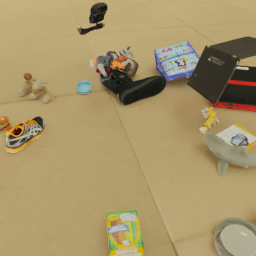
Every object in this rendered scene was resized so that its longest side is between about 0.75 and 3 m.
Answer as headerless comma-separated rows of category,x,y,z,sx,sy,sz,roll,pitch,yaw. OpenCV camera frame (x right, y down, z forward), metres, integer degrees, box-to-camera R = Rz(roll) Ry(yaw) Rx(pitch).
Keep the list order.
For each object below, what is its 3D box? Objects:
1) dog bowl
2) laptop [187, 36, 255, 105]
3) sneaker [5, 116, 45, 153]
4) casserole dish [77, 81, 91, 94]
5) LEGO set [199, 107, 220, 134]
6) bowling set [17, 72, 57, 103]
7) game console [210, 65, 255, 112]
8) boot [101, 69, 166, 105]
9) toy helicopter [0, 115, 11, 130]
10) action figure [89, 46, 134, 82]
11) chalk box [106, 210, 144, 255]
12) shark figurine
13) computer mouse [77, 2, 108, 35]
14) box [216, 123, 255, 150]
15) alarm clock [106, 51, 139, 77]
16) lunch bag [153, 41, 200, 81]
dog bowl,2.694,2.806,6.818,1.231,0.361,1.231,0,38,0
laptop,3.373,-1.965,9.090,1.356,2.339,2.190,17,20,-18
sneaker,-3.638,0.072,10.021,0.749,0.739,1.914,11,38,17
casserole dish,-2.016,-1.846,12.904,0.635,0.203,1.048,-3,39,-5
LEGO set,3.175,-0.236,10.758,0.664,0.537,1.444,-21,32,32
bowling set,-3.978,-1.928,12.237,1.790,1.246,0.961,19,40,17
game console,4.780,-1.782,12.032,2.516,0.390,2.225,8,61,8
boot,0.218,-2.122,12.641,2.428,0.927,2.040,-25,48,-19
toy helicopter,-5.082,-0.133,10.527,1.232,0.486,0.815,-29,50,-18
action figure,-0.616,-2.478,10.001,1.594,0.862,1.647,-10,47,6
chalk box,-0.112,2.533,6.817,0.791,0.787,1.271,-5,39,-7
shark figurine,3.715,0.753,8.696,2.513,1.049,1.501,5,58,4
computer mouse,-1.640,-4.837,12.270,1.388,1.976,0.455,-26,86,-13
box,3.650,0.494,9.807,1.715,0.356,1.021,-26,45,-26
alarm clock,-0.337,-3.144,13.637,1.660,0.819,2.462,22,7,-7
lunch bag,2.428,-2.996,13.389,1.826,1.141,2.425,-15,39,0
